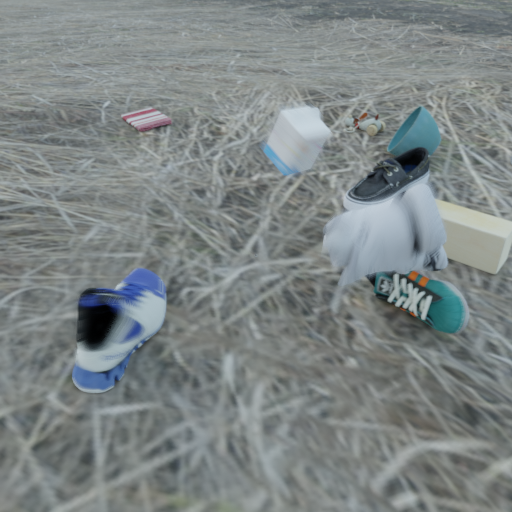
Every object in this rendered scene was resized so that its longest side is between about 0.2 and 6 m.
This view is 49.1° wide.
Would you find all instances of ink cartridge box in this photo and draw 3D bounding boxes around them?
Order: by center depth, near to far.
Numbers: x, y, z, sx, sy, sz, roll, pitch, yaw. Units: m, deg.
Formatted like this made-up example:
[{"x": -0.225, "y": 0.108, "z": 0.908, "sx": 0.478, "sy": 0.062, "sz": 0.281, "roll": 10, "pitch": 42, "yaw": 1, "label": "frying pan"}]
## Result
[{"x": 0.865, "y": -2.450, "z": 11.677, "sx": 0.808, "sy": 1.257, "sz": 0.787, "roll": -20, "pitch": 63, "yaw": -33, "label": "ink cartridge box"}]

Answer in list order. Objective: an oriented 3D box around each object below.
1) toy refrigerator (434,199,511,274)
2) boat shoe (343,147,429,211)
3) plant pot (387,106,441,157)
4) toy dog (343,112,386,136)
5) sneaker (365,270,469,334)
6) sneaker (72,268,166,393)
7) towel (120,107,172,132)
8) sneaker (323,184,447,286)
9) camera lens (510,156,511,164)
[{"x": 4.083, "y": -0.540, "z": 11.755, "sx": 2.338, "sy": 0.888, "sz": 0.818, "roll": 23, "pitch": 40, "yaw": 31, "label": "toy refrigerator"}, {"x": 3.294, "y": -1.953, "z": 13.747, "sx": 3.039, "sy": 1.007, "sz": 1.062, "roll": -24, "pitch": 41, "yaw": -31, "label": "boat shoe"}, {"x": 4.502, "y": -3.247, "z": 15.524, "sx": 1.004, "sy": 1.491, "sz": 1.491, "roll": 33, "pitch": 37, "yaw": -5, "label": "plant pot"}, {"x": 3.388, "y": -4.204, "z": 17.455, "sx": 1.304, "sy": 0.628, "sz": 0.860, "roll": 11, "pitch": 35, "yaw": 16, "label": "toy dog"}, {"x": 2.637, "y": 0.639, "z": 9.908, "sx": 0.966, "sy": 0.862, "sz": 2.416, "roll": 0, "pitch": 23, "yaw": -26, "label": "sneaker"}, {"x": -2.133, "y": 0.893, "z": 8.949, "sx": 0.955, "sy": 1.365, "sz": 2.364, "roll": 17, "pitch": 43, "yaw": 7, "label": "sneaker"}, {"x": -3.592, "y": -4.445, "z": 18.239, "sx": 1.163, "sy": 0.184, "sz": 1.615, "roll": -22, "pitch": 38, "yaw": -26, "label": "towel"}, {"x": 2.080, "y": -0.207, "z": 9.025, "sx": 1.725, "sy": 3.001, "sz": 1.128, "roll": -17, "pitch": 75, "yaw": 14, "label": "sneaker"}, {"x": 7.300, "y": -2.653, "z": 15.335, "sx": 0.513, "sy": 0.410, "sz": 0.410, "roll": -13, "pitch": 36, "yaw": -19, "label": "camera lens"}]
